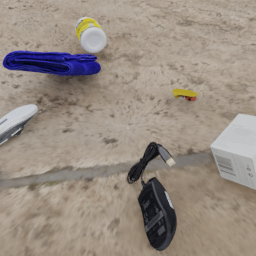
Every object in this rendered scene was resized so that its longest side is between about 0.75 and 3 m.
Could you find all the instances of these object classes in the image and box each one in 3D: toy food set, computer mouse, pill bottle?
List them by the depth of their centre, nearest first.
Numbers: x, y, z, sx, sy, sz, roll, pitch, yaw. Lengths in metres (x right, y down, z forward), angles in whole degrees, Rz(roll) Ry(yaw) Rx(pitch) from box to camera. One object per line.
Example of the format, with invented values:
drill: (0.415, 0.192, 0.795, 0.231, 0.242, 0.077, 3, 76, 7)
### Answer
computer mouse: (0.738, 1.348, 6.007, 0.499, 1.523, 2.168, 12, 34, -29)
toy food set: (1.794, -0.952, 8.527, 0.931, 0.304, 0.548, 9, 26, 3)
pill bottle: (-1.409, -3.469, 10.244, 0.925, 0.925, 1.651, -14, 41, -12)

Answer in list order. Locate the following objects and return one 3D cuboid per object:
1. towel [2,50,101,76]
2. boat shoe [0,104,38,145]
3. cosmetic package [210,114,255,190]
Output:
towel: (-2.132, -2.025, 8.570, 2.040, 0.684, 2.763, 8, 13, 10)
boat shoe: (-3.198, -0.040, 7.821, 0.599, 0.566, 1.669, 24, 53, 38)
cosmetic package: (2.844, 0.516, 6.538, 1.311, 1.081, 1.082, -42, 33, -22)
